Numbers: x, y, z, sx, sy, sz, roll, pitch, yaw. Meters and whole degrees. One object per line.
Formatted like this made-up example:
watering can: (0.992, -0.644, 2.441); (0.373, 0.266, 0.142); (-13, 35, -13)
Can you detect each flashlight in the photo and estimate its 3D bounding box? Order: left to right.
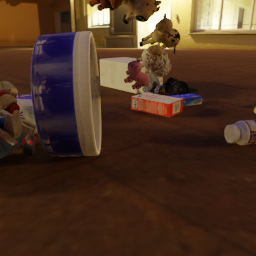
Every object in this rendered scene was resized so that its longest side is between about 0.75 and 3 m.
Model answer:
flashlight: (-2.467, 0.390, 7.005); (0.308, 0.309, 0.909); (-3, 19, -10)

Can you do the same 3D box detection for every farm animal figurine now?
farm animal figurine: (0.525, -2.737, 7.327); (1.471, 2.924, 2.362); (-13, 22, 41)

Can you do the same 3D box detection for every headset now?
headset: (2.072, -1.685, 12.596); (2.231, 1.048, 1.378); (8, 15, -25)

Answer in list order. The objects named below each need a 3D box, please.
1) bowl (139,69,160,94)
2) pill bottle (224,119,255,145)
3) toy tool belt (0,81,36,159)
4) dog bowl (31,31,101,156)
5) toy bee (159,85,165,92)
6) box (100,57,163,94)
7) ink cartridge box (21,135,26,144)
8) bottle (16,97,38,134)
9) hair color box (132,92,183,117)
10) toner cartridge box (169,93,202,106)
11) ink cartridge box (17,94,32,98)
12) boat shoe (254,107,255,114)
bowl: (0.826, -1.985, 12.659); (1.249, 1.249, 0.561); (-17, 7, -40)
pill bottle: (3.147, 0.113, 7.292); (1.150, 0.646, 0.646); (-5, 20, -12)
toy tool belt: (-2.956, 0.190, 6.152); (1.708, 1.736, 2.780); (35, 28, 2)
dog bowl: (-1.268, -0.737, 6.451); (1.100, 2.792, 2.792); (-3, 19, -2)
toy bee: (1.480, -1.877, 13.440); (0.827, 0.449, 0.541); (20, 4, -21)
box: (0.124, -2.762, 14.285); (1.809, 1.417, 2.908); (-15, 24, -38)
ink cartridge box: (-3.315, 0.228, 7.508); (1.065, 0.252, 0.853); (-4, 20, -19)
bottle: (-3.077, -0.371, 7.990); (2.452, 1.024, 0.801); (4, 36, 6)
hair color box: (1.055, -0.879, 10.291); (1.669, 0.534, 0.926); (17, 26, 37)
toner cartridge box: (2.164, -1.114, 11.264); (1.486, 0.321, 0.706); (-8, 22, -21)
ink cartridge box: (-4.467, -1.108, 11.363); (1.174, 0.279, 1.188); (-5, 21, -18)
boat shoe: (5.234, -0.501, 8.798); (0.924, 0.790, 2.521); (-14, 24, -34)
